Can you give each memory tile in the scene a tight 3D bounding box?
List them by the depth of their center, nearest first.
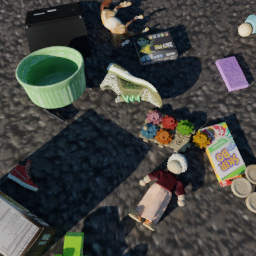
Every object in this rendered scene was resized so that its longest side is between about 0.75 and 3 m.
[{"bbox_3d":[4.843,2.243,9.130,1.994,0.218,2.601,-39,78,-13],"label":"memory tile"}]

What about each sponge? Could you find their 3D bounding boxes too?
[{"bbox_3d":[4.109,-2.155,11.080,0.778,0.208,1.394,-15,68,-5],"label":"sponge"}]

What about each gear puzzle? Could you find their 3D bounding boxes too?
[{"bbox_3d":[1.700,0.171,9.928,2.475,0.324,1.282,19,69,13],"label":"gear puzzle"}]

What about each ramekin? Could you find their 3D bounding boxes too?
[{"bbox_3d":[-2.660,-1.804,10.107,2.357,1.151,2.357,-3,48,4],"label":"ramekin"}]

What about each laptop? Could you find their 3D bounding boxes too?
[{"bbox_3d":[-2.973,-4.032,11.895,2.418,1.409,2.729,-12,42,-6],"label":"laptop"}]

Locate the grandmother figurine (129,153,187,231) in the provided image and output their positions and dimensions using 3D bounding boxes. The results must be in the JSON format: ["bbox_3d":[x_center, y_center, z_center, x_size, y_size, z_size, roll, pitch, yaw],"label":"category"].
[{"bbox_3d":[1.173,1.976,9.093,1.566,0.782,2.582,31,73,4],"label":"grandmother figurine"}]

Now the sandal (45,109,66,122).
[{"bbox_3d":[-2.727,-0.434,10.319,0.920,0.350,0.197,33,108,16],"label":"sandal"}]

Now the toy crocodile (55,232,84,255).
[{"bbox_3d":[-1.623,4.535,8.021,0.994,0.909,2.946,-3,63,0],"label":"toy crocodile"}]

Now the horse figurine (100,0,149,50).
[{"bbox_3d":[-0.388,-4.528,11.795,1.767,0.666,2.666,-32,75,-9],"label":"horse figurine"}]

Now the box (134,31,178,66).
[{"bbox_3d":[1.119,-3.243,11.439,1.528,0.375,1.231,-13,71,-6],"label":"box"}]

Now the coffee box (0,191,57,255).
[{"bbox_3d":[-3.704,2.712,8.316,2.806,1.586,1.120,30,71,11],"label":"coffee box"}]

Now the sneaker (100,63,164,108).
[{"bbox_3d":[0.082,-1.289,10.430,2.682,1.031,1.188,33,83,19],"label":"sneaker"}]

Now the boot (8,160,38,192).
[{"bbox_3d":[-3.358,1.567,9.440,1.155,0.418,0.833,27,69,14],"label":"boot"}]

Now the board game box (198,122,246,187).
[{"bbox_3d":[3.329,0.896,9.789,1.017,0.319,2.130,-16,71,-6],"label":"board game box"}]

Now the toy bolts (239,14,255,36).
[{"bbox_3d":[5.477,-4.026,11.126,1.409,1.941,2.032,-34,53,-6],"label":"toy bolts"}]
